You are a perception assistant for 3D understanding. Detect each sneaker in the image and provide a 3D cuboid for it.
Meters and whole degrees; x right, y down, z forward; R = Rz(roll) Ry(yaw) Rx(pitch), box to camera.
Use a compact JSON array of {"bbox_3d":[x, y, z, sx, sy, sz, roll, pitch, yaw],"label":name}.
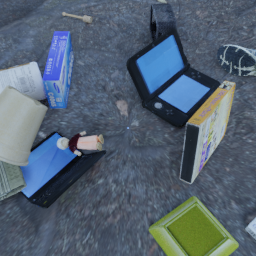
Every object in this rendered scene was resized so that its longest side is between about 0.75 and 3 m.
[{"bbox_3d":[4.968,-2.639,11.232,2.799,1.086,1.208,25,39,15],"label":"sneaker"}]

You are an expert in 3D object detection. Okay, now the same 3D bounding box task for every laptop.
[{"bbox_3d":[-2.165,1.000,7.940,2.160,2.438,1.259,-43,102,-28],"label":"laptop"}]

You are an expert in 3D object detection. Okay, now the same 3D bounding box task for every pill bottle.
[{"bbox_3d":[-4.183,-1.386,9.827,2.383,1.363,1.363,-18,53,-14],"label":"pill bottle"}]

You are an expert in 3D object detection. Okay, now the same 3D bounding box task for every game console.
[{"bbox_3d":[1.748,-1.862,10.012,2.525,1.671,2.871,35,59,25],"label":"game console"}]

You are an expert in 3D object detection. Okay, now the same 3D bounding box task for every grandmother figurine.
[{"bbox_3d":[-1.430,0.422,8.216,1.396,0.423,0.847,-4,39,16],"label":"grandmother figurine"}]

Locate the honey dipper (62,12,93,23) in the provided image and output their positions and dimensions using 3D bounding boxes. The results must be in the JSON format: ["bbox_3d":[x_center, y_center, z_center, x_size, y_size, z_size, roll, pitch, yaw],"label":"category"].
[{"bbox_3d":[-2.543,-5.493,13.819,1.679,0.319,0.319,19,54,17],"label":"honey dipper"}]

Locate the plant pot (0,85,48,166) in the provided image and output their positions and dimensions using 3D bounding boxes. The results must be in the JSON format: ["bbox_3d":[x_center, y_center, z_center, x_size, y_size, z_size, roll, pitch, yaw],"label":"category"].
[{"bbox_3d":[-3.106,-0.146,7.555,1.821,1.821,1.667,30,87,22],"label":"plant pot"}]

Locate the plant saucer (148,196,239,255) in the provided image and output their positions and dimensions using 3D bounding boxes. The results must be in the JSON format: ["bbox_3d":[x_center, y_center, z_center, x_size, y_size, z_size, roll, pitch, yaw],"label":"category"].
[{"bbox_3d":[1.688,2.717,7.132,1.699,0.407,1.701,-28,57,-21],"label":"plant saucer"}]

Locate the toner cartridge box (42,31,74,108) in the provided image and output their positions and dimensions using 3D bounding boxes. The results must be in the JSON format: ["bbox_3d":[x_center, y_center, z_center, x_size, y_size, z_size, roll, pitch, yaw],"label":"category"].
[{"bbox_3d":[-2.541,-2.240,10.511,0.623,1.372,2.888,-1,52,-1],"label":"toner cartridge box"}]

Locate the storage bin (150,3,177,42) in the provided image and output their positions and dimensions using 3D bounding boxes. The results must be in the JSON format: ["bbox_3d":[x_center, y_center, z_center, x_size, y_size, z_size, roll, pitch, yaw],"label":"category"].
[{"bbox_3d":[1.525,-4.481,12.366,0.889,1.282,1.896,-3,51,-2],"label":"storage bin"}]

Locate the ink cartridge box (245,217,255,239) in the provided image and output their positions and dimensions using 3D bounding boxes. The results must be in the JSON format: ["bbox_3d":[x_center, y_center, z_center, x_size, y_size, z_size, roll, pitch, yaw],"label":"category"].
[{"bbox_3d":[4.046,2.684,7.237,1.407,0.286,1.404,-32,58,-23],"label":"ink cartridge box"}]

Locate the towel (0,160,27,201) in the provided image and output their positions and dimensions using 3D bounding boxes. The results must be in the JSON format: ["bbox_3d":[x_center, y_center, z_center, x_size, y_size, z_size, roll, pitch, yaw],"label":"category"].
[{"bbox_3d":[-4.645,1.327,8.240,2.739,0.491,2.844,-23,51,-18],"label":"towel"}]

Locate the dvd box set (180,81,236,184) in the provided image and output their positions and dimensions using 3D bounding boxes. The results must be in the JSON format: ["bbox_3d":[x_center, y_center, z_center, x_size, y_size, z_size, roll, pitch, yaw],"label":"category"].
[{"bbox_3d":[2.290,0.045,7.945,0.393,1.953,2.670,21,42,28],"label":"dvd box set"}]
